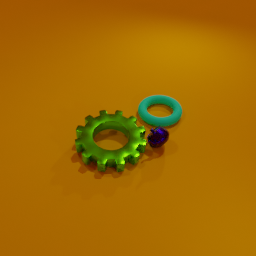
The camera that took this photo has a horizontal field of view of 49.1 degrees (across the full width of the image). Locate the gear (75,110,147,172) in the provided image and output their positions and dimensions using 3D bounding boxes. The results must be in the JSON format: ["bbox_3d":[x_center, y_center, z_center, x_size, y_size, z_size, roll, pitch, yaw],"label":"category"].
[{"bbox_3d":[-0.494,0.321,8.123,2.029,0.375,2.029,2,49,-3],"label":"gear"}]

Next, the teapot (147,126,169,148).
[{"bbox_3d":[0.827,0.253,8.103,0.539,0.684,1.100,48,34,-8],"label":"teapot"}]

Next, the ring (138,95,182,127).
[{"bbox_3d":[1.066,-0.598,9.328,1.475,0.295,1.475,0,43,0],"label":"ring"}]
